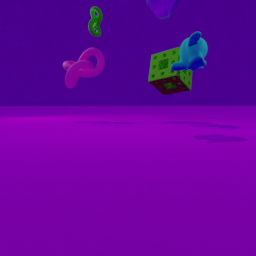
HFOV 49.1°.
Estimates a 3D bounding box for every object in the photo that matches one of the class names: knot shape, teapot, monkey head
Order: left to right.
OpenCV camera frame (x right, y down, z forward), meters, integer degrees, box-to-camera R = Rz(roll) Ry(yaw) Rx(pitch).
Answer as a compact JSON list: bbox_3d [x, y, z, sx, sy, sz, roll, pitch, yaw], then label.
[{"bbox_3d":[-1.764,-2.500,11.324,1.809,0.893,1.933,-24,31,16],"label":"knot shape"},{"bbox_3d":[-1.353,-4.430,11.768,0.538,1.165,1.090,7,15,-7],"label":"knot shape"},{"bbox_3d":[0.848,-3.274,6.859,0.834,1.059,1.702,33,19,6],"label":"teapot"},{"bbox_3d":[2.044,-2.527,9.592,1.306,1.094,1.816,-11,-5,0],"label":"monkey head"}]

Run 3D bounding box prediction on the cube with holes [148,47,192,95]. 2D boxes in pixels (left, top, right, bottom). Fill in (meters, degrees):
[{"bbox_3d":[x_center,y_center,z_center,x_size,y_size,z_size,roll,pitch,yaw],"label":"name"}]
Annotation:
[{"bbox_3d":[1.716,-2.210,11.146,1.236,1.236,1.236,-7,-25,37],"label":"cube with holes"}]
